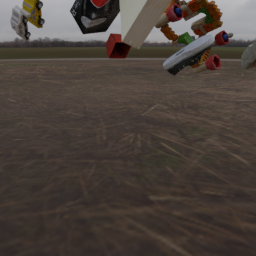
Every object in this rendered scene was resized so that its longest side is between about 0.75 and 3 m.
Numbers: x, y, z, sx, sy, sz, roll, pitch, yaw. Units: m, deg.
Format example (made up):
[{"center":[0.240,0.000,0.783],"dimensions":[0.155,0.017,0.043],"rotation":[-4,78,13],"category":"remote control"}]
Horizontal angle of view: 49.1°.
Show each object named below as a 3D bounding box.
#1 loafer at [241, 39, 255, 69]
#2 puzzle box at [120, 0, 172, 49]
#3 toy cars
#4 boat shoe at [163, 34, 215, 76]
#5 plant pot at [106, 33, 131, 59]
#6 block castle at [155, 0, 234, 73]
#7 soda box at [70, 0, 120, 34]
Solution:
[{"center":[3.569,-2.040,7.189],"dimensions":[0.636,0.727,2.022],"rotation":[3,-6,1],"category":"loafer"},{"center":[0.529,-2.214,3.367],"dimensions":[0.277,2.178,1.449],"rotation":[19,45,-23],"category":"puzzle box"},{"center":[-3.429,-3.606,9.225],"dimensions":[0.541,1.095,2.443],"rotation":[-41,20,-33],"category":"toy cars"},{"center":[1.441,-1.654,6.485],"dimensions":[1.496,0.424,0.514],"rotation":[-20,30,53],"category":"boat shoe"},{"center":[-0.444,-3.410,11.489],"dimensions":[0.834,0.835,0.736],"rotation":[-9,57,-34],"category":"plant pot"},{"center":[2.303,-3.308,9.315],"dimensions":[1.252,2.670,1.784],"rotation":[-12,45,50],"category":"block castle"},{"center":[-0.419,-3.166,6.274],"dimensions":[0.825,0.739,2.332],"rotation":[-23,-11,-41],"category":"soda box"}]
